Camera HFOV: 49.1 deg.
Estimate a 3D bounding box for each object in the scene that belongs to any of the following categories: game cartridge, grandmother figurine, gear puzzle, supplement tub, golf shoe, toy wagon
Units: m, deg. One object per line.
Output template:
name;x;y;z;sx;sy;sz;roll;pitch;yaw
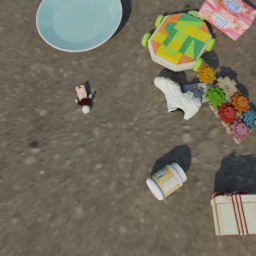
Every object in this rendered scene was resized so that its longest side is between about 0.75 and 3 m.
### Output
game cartridge;2.252;-1.101;8.786;0.931;0.193;0.620;-8;64;-3
grandmother figurine;-1.357;-0.881;8.662;0.548;0.274;0.903;-22;70;20
gear puzzle;2.923;-0.887;8.152;1.295;0.327;2.500;-36;89;-21
supplement tub;1.030;1.407;7.479;0.914;0.661;0.661;-32;71;-12
golf shoe;1.353;-0.916;8.487;1.699;0.665;0.826;37;91;23
toy wagon;1.840;-3.134;9.425;2.094;0.534;2.699;29;71;11

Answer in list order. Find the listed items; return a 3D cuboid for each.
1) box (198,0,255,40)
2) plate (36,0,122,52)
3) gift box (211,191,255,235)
box;3.309;-3.839;9.371;1.626;0.834;0.770;35;69;-2
plate;-1.668;-3.840;9.699;2.984;0.381;2.984;-1;71;4
gift box;2.703;2.090;6.950;1.040;1.127;1.053;-2;68;-1
